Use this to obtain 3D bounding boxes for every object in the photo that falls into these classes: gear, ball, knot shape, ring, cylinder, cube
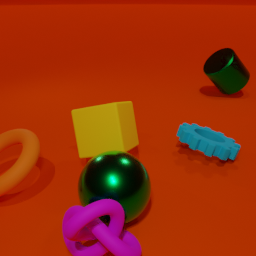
[{"bbox_3d":[1.989,0.307,6.977,1.519,0.281,1.519,15,18,-5],"label":"gear"},{"bbox_3d":[-0.235,1.035,4.911,1.281,1.281,1.281,0,26,0],"label":"ball"},{"bbox_3d":[-0.507,1.531,4.096,1.211,1.295,0.598,-17,37,33],"label":"knot shape"},{"bbox_3d":[-2.498,0.672,5.596,1.635,0.327,1.635,-16,43,15],"label":"ring"},{"bbox_3d":[3.724,-2.132,10.604,1.274,1.274,1.274,38,8,-31],"label":"cylinder"},{"bbox_3d":[-0.465,0.015,6.151,1.040,1.040,1.040,-8,4,20],"label":"cube"}]
